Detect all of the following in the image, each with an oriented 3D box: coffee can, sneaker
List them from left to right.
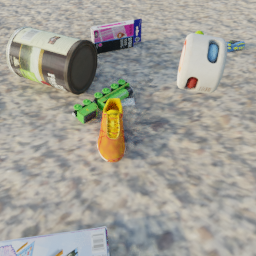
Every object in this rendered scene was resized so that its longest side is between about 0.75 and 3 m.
[{"bbox_3d":[-2.984,-2.726,11.230,2.898,2.121,2.121,19,47,19],"label":"coffee can"},{"bbox_3d":[-0.574,0.006,9.234,0.952,1.006,2.608,-3,45,-4],"label":"sneaker"},{"bbox_3d":[5.088,-4.088,13.932,1.387,0.492,0.575,-9,26,-8],"label":"sneaker"}]

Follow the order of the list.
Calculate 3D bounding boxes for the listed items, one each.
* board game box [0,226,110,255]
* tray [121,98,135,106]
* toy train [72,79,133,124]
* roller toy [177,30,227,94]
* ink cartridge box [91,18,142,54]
[{"bbox_3d":[-1.740,3.675,5.676,2.939,0.606,2.946,-5,44,-5],"label":"board game box"},{"bbox_3d":[-0.147,-1.026,10.951,0.813,0.090,0.436,-5,43,-6],"label":"tray"},{"bbox_3d":[-0.865,-1.040,10.624,2.761,0.576,0.779,-35,57,-31],"label":"toy train"},{"bbox_3d":[2.447,-2.068,9.226,1.388,1.986,1.812,11,27,4],"label":"roller toy"},{"bbox_3d":[-0.470,-4.478,13.688,2.665,1.262,0.494,-18,47,-18],"label":"ink cartridge box"}]
